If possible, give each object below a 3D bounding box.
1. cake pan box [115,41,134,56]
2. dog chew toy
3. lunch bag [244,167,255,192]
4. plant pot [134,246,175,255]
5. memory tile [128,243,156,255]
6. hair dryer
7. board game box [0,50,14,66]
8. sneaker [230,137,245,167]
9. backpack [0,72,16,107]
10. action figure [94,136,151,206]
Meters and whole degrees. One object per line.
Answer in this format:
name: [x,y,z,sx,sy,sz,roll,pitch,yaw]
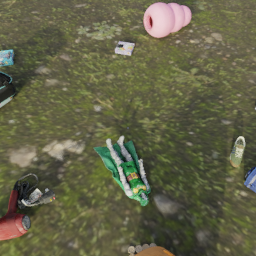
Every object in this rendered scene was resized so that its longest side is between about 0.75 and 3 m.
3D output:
cake pan box: [-0.170,-3.973,13.956,0.854,0.223,0.787,13,49,10]
dog chew toy: [2.168,-5.713,14.599,2.679,1.668,1.668,-20,52,-25]
lunch bag: [4.193,1.582,8.952,1.032,0.701,0.683,-36,58,-24]
plant pot: [0.702,3.827,6.193,2.347,2.347,1.643,-26,39,-20]
memory tile: [0.423,3.532,7.724,0.812,0.068,0.623,-6,50,-4]
hair dryer: [-3.386,2.510,8.366,2.385,0.648,1.817,-39,36,-29]
board game box: [-6.081,-3.314,13.357,1.164,0.273,0.879,-8,50,-7]
sneaker: [3.839,0.773,9.760,0.378,0.506,1.126,16,52,13]
backpack: [-5.669,-1.597,11.122,1.894,1.452,1.665,34,56,10]
action figure: [0.036,1.397,9.138,1.493,0.691,2.528,-13,55,-25]
